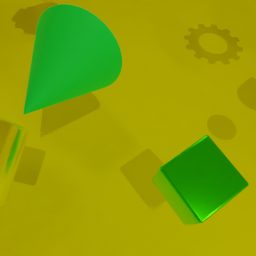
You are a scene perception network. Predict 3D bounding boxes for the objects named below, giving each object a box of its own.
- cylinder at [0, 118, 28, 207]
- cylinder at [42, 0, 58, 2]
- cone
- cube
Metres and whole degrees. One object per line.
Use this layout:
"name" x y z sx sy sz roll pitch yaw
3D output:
"cylinder" -1.542 0.303 2.836 0.821 0.821 0.821 12 77 8
"cylinder" -2.179 -4.063 7.294 1.111 1.111 1.111 -21 53 -13
"cone" -1.144 -0.768 4.372 1.635 1.635 1.641 18 51 11
"cube" 1.019 0.812 4.204 0.895 0.895 0.895 -33 74 -14
